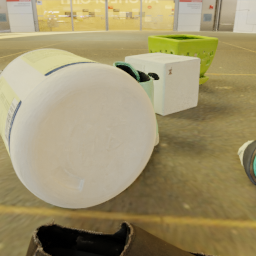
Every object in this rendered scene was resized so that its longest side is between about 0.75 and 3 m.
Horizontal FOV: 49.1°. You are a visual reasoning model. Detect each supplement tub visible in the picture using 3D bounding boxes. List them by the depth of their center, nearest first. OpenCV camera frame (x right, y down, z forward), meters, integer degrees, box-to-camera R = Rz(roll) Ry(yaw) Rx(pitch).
[{"bbox_3d":[-1.122,-0.236,4.862,2.110,2.110,2.910,-12,25,-27],"label":"supplement tub"}]

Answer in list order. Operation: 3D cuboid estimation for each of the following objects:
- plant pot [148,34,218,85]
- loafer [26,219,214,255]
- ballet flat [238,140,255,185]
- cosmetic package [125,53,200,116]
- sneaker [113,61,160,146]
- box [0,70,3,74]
[{"bbox_3d":[2.095,-2.690,11.164,2.019,1.841,2.029,-11,25,-27],"label":"plant pot"},{"bbox_3d":[0.101,1.391,2.578,2.444,0.872,0.892,2,23,6],"label":"loafer"},{"bbox_3d":[2.551,0.456,5.191,2.177,0.795,0.795,-26,34,-36],"label":"ballet flat"},{"bbox_3d":[1.003,-1.425,8.563,1.497,1.488,1.789,-16,27,-34],"label":"cosmetic package"},{"bbox_3d":[-0.252,-0.808,6.780,1.074,1.722,2.920,-16,26,-30],"label":"sneaker"},{"bbox_3d":[-3.942,-1.824,10.768,1.972,0.545,2.461,-10,25,-24],"label":"box"}]
